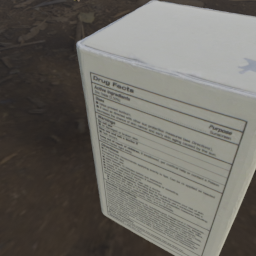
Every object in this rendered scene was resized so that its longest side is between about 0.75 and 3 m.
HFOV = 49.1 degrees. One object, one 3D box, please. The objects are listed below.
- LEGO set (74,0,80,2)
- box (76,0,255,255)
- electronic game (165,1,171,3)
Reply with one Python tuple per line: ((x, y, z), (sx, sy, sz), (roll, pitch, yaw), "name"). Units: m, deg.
((-1.387, -3.053, 5.790), (1.868, 0.529, 1.213), (2, -9, -44), "LEGO set")
((0.639, 0.144, 3.364), (1.718, 2.687, 1.464), (22, 46, 24), "box")
((0.369, -1.601, 5.095), (1.468, 1.468, 0.306), (-29, 68, -26), "electronic game")
